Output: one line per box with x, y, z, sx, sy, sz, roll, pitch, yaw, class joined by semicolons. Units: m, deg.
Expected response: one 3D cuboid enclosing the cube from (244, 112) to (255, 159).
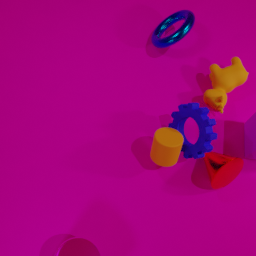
4.089;0.233;7.938;1.152;1.152;1.152;8;68;3;cube

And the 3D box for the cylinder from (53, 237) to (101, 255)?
-1.310;3.323;6.620;1.110;1.110;1.110;17;44;-18;cylinder

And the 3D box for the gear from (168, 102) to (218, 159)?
1.764;0.078;7.826;0.286;1.547;1.547;-6;66;-34;gear

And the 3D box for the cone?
2.460;0.949;8.020;1.126;1.126;1.130;-30;46;-11;cone

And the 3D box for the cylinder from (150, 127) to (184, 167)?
1.047;0.517;7.631;0.782;0.782;0.782;4;40;-4;cylinder

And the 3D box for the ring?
1.464;-3.268;9.234;1.607;0.321;1.607;-28;38;25;ring

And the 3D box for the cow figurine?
3.034;-1.305;8.664;1.552;0.852;1.527;-19;63;7;cow figurine
